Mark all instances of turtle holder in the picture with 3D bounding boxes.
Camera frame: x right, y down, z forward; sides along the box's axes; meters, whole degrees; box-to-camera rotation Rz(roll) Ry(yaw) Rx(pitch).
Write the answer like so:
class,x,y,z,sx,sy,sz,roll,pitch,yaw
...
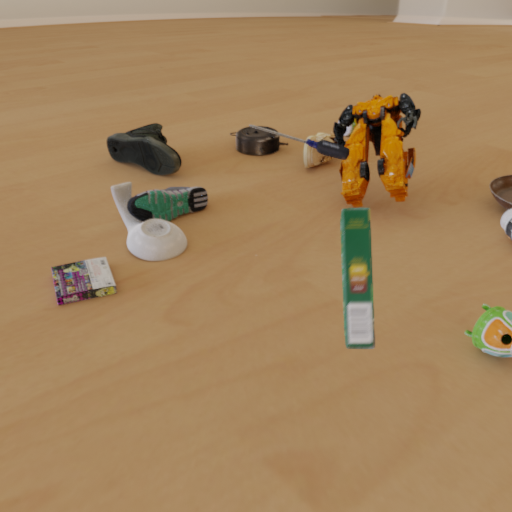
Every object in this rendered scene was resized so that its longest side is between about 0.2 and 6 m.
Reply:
class,x,y,z,sx,sy,sz,roll,pitch,yaw
turtle holder,3.428,1.133,7.815,0.694,0.914,0.649,-45,42,-9

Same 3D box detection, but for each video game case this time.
class,x,y,z,sx,sy,sz,roll,pitch,yaw
video game case,-2.924,0.405,9.472,0.954,0.188,1.052,-12,32,-20

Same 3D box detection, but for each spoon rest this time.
class,x,y,z,sx,sy,sz,roll,pitch,yaw
spoon rest,-2.173,-0.586,10.951,1.112,0.679,2.239,-19,48,-28

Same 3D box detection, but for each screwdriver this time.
class,x,y,z,sx,sy,sz,roll,pitch,yaw
screwdriver,0.781,-2.152,10.200,1.934,0.281,0.270,24,7,11

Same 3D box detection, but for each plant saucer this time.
class,x,y,z,sx,sy,sz,roll,pitch,yaw
plant saucer,6.027,-1.217,11.938,2.046,0.328,2.046,0,29,0

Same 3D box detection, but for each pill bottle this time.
class,x,y,z,sx,sy,sz,roll,pitch,yaw
pill bottle,3.062,-3.972,16.779,1.109,0.616,0.616,-16,33,-26
pill bottle,5.108,-0.465,10.590,0.610,0.610,1.049,-3,29,-6

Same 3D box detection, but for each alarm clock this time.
class,x,y,z,sx,sy,sz,roll,pitch,yaw
alarm clock,-0.087,-3.289,15.665,1.222,0.603,1.811,-26,35,-37

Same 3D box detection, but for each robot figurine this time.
class,x,y,z,sx,sy,sz,roll,pitch,yaw
robot figurine,2.612,-2.383,12.208,1.947,0.781,2.685,-5,59,25

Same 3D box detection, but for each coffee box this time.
class,x,y,z,sx,sy,sz,roll,pitch,yaw
coffee box,0.997,0.231,5.534,0.292,1.327,0.816,-2,-7,8

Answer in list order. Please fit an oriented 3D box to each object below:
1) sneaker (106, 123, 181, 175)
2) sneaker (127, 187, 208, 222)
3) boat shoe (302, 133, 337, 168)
class,x,y,z,sx,sy,sz,roll,pitch,yaw
sneaker,-2.560,-2.812,14.370,2.532,0.968,1.451,19,41,40
sneaker,-1.967,-1.113,11.828,1.884,0.701,0.825,-11,19,-39
boat shoe,1.749,-2.797,14.575,0.700,0.746,2.023,6,29,21
